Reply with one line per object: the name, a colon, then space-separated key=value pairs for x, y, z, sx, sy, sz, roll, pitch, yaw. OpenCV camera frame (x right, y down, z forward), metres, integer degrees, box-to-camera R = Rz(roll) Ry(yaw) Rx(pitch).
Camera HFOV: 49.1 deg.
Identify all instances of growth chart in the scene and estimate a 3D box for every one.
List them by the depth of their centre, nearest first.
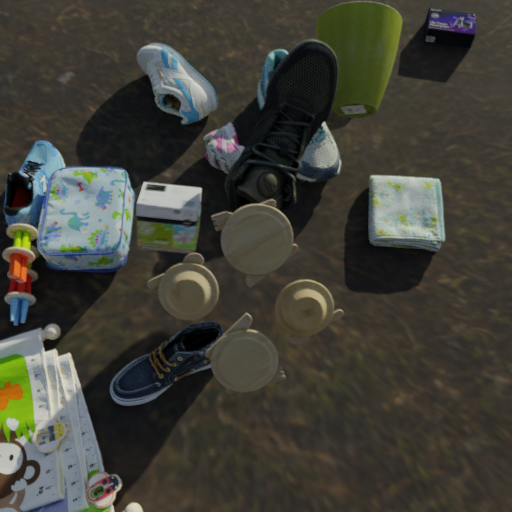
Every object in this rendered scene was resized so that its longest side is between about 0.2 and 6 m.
growth chart: x=-3.980 y=3.096 z=9.179 sx=2.964 sy=0.363 sz=4.096 roll=-26 pitch=63 yaw=-13

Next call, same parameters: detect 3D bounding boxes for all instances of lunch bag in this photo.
lunch bag: x=-3.335 y=-0.744 z=11.008 sx=1.716 sy=0.880 sz=2.134 roll=-2 pitch=61 yaw=-2

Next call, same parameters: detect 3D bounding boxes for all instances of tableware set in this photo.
tableware set: x=-0.085 y=0.557 z=6.987 sx=1.908 sy=0.265 sz=2.284 roll=-34 pitch=104 yaw=5

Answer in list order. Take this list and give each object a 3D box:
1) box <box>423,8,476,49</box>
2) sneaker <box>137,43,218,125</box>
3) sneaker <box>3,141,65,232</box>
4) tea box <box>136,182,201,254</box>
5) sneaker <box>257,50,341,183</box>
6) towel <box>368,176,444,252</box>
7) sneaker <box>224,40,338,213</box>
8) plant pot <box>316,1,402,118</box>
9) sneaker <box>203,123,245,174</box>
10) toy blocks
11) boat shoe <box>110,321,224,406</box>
box: x=4.854 y=-5.713 z=14.051 sx=1.175 sy=0.463 sz=0.829 roll=10 pitch=59 yaw=6
sneaker: x=-2.011 y=-3.969 z=12.792 sx=1.001 sy=0.948 sz=2.478 roll=-39 pitch=66 yaw=-21
sneaker: x=-4.513 y=-1.493 z=11.354 sx=0.877 sy=1.006 sz=2.237 roll=2 pitch=61 yaw=1
tea box: x=-1.391 y=-0.597 z=8.986 sx=0.944 sy=0.928 sz=0.631 roll=5 pitch=41 yaw=-2
sneaker: x=0.814 y=-3.024 z=11.969 sx=1.283 sy=1.427 sz=3.306 roll=-20 pitch=63 yaw=-11
towel: x=3.029 y=-0.905 z=11.375 sx=1.452 sy=0.408 sz=1.696 roll=6 pitch=61 yaw=2
sneaker: x=0.438 y=-1.754 z=8.750 sx=1.172 sy=3.067 sz=1.757 roll=24 pitch=26 yaw=-17
plant pot: x=1.870 y=-3.504 z=10.415 sx=1.584 sy=1.584 sz=1.693 roll=3 pitch=85 yaw=2
sneaker: x=-0.623 y=-2.053 z=11.840 sx=0.789 sy=0.728 sz=1.788 roll=-20 pitch=47 yaw=-5
toy blocks: x=-4.294 y=0.372 z=10.174 sx=0.550 sy=1.263 sz=1.515 roll=2 pitch=59 yaw=-16
boat shoe: x=-1.522 y=1.761 z=9.538 sx=2.183 sy=0.991 sz=0.772 roll=-25 pitch=64 yaw=-13
